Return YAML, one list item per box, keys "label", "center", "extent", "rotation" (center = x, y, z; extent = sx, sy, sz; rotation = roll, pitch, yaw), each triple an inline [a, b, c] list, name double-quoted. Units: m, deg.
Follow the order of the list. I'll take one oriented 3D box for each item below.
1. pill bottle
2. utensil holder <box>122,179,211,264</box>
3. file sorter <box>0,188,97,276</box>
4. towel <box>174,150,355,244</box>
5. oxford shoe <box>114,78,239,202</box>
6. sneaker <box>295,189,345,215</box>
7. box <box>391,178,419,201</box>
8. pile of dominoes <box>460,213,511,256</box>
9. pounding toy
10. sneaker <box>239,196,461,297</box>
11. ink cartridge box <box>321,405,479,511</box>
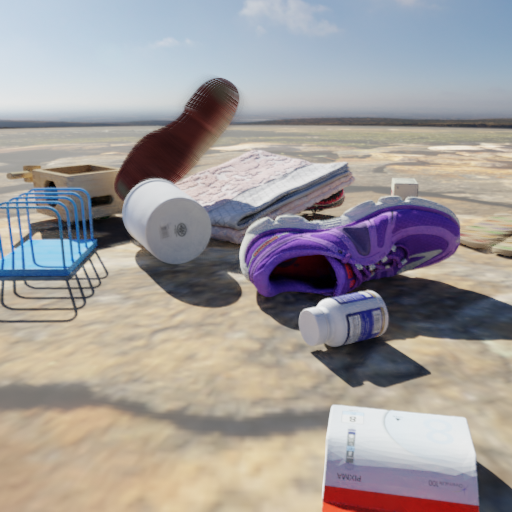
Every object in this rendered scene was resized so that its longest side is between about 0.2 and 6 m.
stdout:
- label: "pill bottle"
  center: [0.936, 0.699, 6.084]
  extent: [0.877, 0.525, 0.525]
  rotation: [-8, 18, -26]
- label: "utensil holder"
  center: [-1.490, -0.582, 9.372]
  extent: [1.189, 1.189, 1.399]
  rotation: [-8, 20, -25]
- label: "file sorter"
  center: [-3.425, -0.431, 9.011]
  extent: [1.212, 1.072, 1.747]
  rotation: [-1, 17, -1]
- label: "towel"
  center: [-0.244, -1.413, 11.899]
  extent: [3.507, 0.565, 3.350]
  rotation: [-29, 30, -34]
- label: "oxford shoe"
  center: [-1.558, -2.237, 11.714]
  extent: [3.236, 1.140, 1.210]
  rotation: [-42, -1, -1]
- label: "sneaker"
  center: [1.116, -1.218, 12.625]
  extent: [1.767, 0.712, 0.660]
  rotation: [-3, -22, 16]
- label: "box"
  center: [3.761, -1.658, 14.217]
  extent: [0.597, 0.509, 0.933]
  rotation: [3, 16, 10]
- label: "pile of dominoes"
  center: [5.121, -0.524, 10.272]
  extent: [2.314, 0.473, 2.969]
  rotation: [17, 23, 40]
- label: "pounding toy"
  center: [-4.288, -1.355, 12.133]
  extent: [2.374, 1.086, 2.086]
  rotation: [14, 22, 40]
- label: "sneaker"
  center: [1.369, 0.087, 7.705]
  extent: [3.126, 1.260, 1.304]
  rotation: [-10, 32, -4]
- label: "ink cartridge box"
  center: [0.963, 1.486, 3.779]
  extent: [1.020, 0.301, 1.274]
  rotation: [4, 15, 11]
